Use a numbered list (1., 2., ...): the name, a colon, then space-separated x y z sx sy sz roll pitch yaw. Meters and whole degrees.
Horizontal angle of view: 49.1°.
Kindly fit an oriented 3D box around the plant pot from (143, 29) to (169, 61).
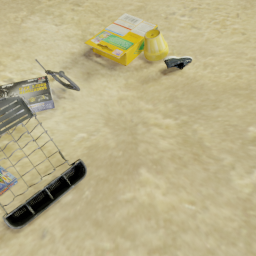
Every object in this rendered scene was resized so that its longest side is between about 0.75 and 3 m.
1. plant pot: 0.937 -2.977 9.902 0.896 0.843 0.896 -9 51 12

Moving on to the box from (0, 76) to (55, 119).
1. box: -3.179 -0.984 8.792 1.544 0.373 1.223 -14 52 -11

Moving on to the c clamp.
1. c clamp: -2.132 -1.558 8.619 1.494 1.276 0.202 21 70 46

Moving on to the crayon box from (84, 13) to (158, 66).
1. crayon box: -0.212 -3.261 10.480 1.586 0.650 2.522 29 56 22

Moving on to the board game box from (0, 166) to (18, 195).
1. board game box: -3.429 1.249 6.989 1.104 0.190 0.747 29 44 22

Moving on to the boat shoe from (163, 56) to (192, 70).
1. boat shoe: 1.786 -2.236 9.736 1.275 0.477 0.423 -8 82 -40

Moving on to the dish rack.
1. dish rack: -2.539 0.609 6.458 2.097 0.746 2.734 -38 96 -29
